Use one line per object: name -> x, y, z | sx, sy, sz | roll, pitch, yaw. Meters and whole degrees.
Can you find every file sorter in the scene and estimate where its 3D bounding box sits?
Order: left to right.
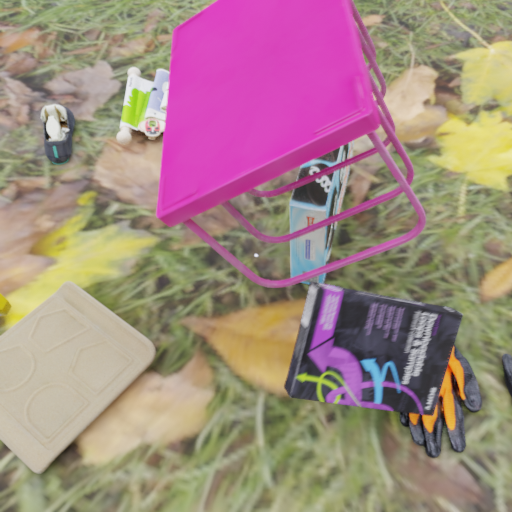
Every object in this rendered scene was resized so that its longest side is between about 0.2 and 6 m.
file sorter -> 0.408, -1.444, 6.034 | 2.076, 1.873, 2.987 | -22, 49, 24

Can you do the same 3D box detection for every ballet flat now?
ballet flat -> -3.615, -2.380, 10.168 | 0.613, 0.613, 1.677 | -10, 51, -8

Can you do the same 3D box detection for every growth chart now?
growth chart -> -0.800, -3.207, 11.038 | 3.806, 0.338, 2.754 | -6, 49, -6

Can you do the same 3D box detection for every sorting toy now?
sorting toy -> -2.884, 1.265, 7.330 | 2.668, 0.357, 1.988 | 31, 61, 23

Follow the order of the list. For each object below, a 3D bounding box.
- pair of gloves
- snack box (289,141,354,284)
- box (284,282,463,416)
pair of gloves -> 2.952, 1.599, 7.050 | 2.396, 0.296, 2.135 | 9, 51, 6
snack box -> 1.045, -1.168, 8.382 | 0.528, 1.653, 2.845 | 10, 53, 12
box -> 1.298, 1.051, 6.172 | 1.756, 1.255, 0.317 | 10, 10, -14
